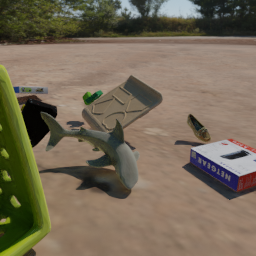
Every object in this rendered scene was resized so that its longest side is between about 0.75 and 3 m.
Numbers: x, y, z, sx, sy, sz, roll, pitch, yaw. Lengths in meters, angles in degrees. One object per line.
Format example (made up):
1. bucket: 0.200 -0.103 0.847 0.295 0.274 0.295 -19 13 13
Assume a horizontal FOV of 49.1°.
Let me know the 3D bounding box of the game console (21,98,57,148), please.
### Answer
1. game console: -2.461 -0.201 5.647 1.914 1.129 0.231 17 27 -38

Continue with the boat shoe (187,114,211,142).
1. boat shoe: 1.782 -0.003 7.058 0.306 0.264 0.840 -27 60 -7

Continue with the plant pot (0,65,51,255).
1. plant pot: -2.603 0.594 3.208 2.094 2.307 2.296 9 25 40

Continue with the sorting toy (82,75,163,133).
1. sorting toy: -0.387 -0.716 7.921 1.915 0.381 2.591 -38 39 -7

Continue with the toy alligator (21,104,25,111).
1. toy alligator: -3.107 -0.472 8.614 0.422 0.386 1.422 30 -4 -28

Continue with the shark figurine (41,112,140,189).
1. shark figurine: -0.533 0.183 5.606 2.251 0.939 1.345 26 32 20

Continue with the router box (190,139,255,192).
1. router box: 2.159 0.688 5.688 1.210 0.329 1.349 -10 22 -26

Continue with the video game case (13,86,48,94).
1. video game case: -3.964 -1.491 11.068 1.146 0.287 1.265 -4 8 -42
